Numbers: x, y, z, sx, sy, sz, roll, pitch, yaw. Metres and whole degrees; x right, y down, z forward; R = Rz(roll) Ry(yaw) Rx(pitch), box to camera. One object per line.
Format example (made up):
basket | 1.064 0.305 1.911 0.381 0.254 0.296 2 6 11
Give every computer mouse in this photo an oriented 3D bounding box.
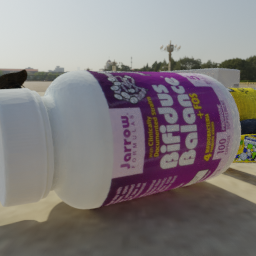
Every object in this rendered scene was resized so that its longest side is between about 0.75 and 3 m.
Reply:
computer mouse | 3.226 -0.008 5.861 2.457 0.418 0.720 -3 8 -24

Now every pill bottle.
pill bottle | -0.080 0.071 2.673 2.167 1.217 1.217 -6 11 -31
pill bottle | 2.245 -0.394 6.303 1.836 1.029 1.029 -4 9 -27

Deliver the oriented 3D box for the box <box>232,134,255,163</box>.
box | 1.349 0.275 3.524 0.306 0.333 0.951 8 -9 -31

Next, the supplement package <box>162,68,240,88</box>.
supplement package | 2.818 -1.497 11.380 1.668 1.689 2.785 -8 12 -42

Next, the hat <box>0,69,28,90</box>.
hat | -3.735 -0.770 8.746 0.920 2.280 2.280 45 5 -5
